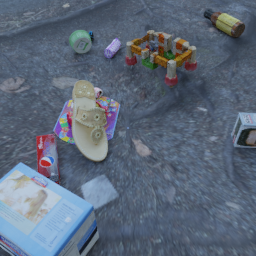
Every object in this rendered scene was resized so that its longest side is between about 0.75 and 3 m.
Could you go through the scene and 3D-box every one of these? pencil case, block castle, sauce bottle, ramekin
[{"bbox_3d":[-0.698,-3.693,12.941,0.481,0.490,1.147,17,48,9],"label":"pencil case"},{"bbox_3d":[1.347,-2.858,11.573,1.806,1.268,2.702,-38,53,-27],"label":"block castle"},{"bbox_3d":[4.955,-5.586,14.635,0.833,0.833,2.522,-19,49,-19],"label":"sauce bottle"},{"bbox_3d":[-2.147,-3.907,12.827,1.004,1.004,0.490,-15,54,-15],"label":"ramekin"}]

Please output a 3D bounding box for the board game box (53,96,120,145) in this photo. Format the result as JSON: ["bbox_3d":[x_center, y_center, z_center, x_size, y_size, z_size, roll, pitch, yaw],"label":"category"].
[{"bbox_3d":[-1.405,-0.523,9.678,2.048,0.505,2.592,5,44,5],"label":"board game box"}]

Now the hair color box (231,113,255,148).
[{"bbox_3d":[4.376,0.112,8.661,2.024,1.002,0.614,3,44,3],"label":"hair color box"}]

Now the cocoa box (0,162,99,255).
[{"bbox_3d":[-2.000,2.116,6.263,2.248,1.475,1.499,23,49,22],"label":"cocoa box"}]

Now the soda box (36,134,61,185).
[{"bbox_3d":[-2.335,0.930,8.170,0.572,0.518,1.635,-9,44,-11],"label":"soda box"}]

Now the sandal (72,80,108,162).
[{"bbox_3d":[-1.171,-0.474,8.592,1.068,0.958,2.913,-1,59,-23],"label":"sandal"}]

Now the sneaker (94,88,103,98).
[{"bbox_3d":[-1.338,-1.281,10.501,0.880,0.331,0.460,-23,36,-33],"label":"sneaker"}]

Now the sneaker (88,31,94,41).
[{"bbox_3d":[-2.073,-4.352,13.650,0.393,0.440,1.074,22,49,21],"label":"sneaker"}]
